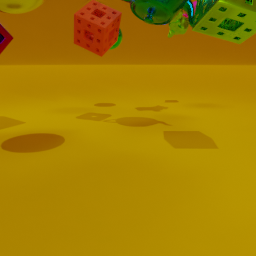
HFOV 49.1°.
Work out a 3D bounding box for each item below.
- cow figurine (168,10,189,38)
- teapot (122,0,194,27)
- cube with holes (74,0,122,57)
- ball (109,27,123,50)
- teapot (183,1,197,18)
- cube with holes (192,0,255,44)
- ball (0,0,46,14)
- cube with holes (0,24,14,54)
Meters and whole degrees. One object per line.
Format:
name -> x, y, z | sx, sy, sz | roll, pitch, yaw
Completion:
cow figurine -> 1.212, -3.289, 8.103 | 1.381, 0.758, 1.359 | 26, -11, -9
teapot -> 0.637, -2.654, 5.890 | 2.036, 0.997, 1.266 | 18, -6, -2
cube with holes -> -0.766, -2.482, 6.974 | 0.832, 0.832, 0.832 | 28, 54, 9
ball -> -0.610, -3.019, 9.209 | 0.867, 0.867, 0.867 | 0, 14, 0
teapot -> 2.202, -3.991, 9.469 | 1.075, 0.526, 0.668 | -48, 28, -15
cube with holes -> 1.668, -2.024, 4.396 | 0.901, 0.901, 0.901 | 12, -8, -9
ball -> -1.670, -2.297, 3.899 | 1.313, 1.313, 1.313 | 0, 14, 0
cube with holes -> -3.708, -1.992, 6.012 | 1.366, 1.366, 1.366 | 19, -20, 36
